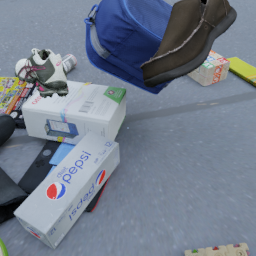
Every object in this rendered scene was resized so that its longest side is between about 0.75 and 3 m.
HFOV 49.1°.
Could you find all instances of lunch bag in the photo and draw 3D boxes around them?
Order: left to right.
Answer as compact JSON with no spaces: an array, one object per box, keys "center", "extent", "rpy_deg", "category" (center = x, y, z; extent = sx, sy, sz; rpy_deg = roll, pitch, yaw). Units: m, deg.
[{"center":[0.193,-2.118,6.889],"extent":[2.737,1.811,1.860],"rpy_deg":[20,48,-31],"category":"lunch bag"}]

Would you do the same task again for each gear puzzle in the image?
[{"center":[1.598,2.879,5.540],"extent":[1.885,0.247,0.976],"rpy_deg":[-6,44,-2],"category":"gear puzzle"}]

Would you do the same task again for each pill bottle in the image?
[{"center":[-2.588,-2.553,11.423],"extent":[0.574,0.574,1.007],"rpy_deg":[18,44,19],"category":"pill bottle"}]

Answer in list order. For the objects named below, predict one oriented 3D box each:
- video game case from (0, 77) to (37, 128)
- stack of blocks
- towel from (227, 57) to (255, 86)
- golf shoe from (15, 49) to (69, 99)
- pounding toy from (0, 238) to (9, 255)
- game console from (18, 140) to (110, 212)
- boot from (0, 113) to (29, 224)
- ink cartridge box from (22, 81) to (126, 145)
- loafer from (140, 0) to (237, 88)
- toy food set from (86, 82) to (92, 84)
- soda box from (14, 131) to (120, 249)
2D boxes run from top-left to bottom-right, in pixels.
[{"center":[-3.972,-0.964,9.804],"extent":[2.354,0.332,2.604],"rpy_deg":[2,42,2],"category":"video game case"},{"center":[2.559,-2.773,11.487],"extent":[1.578,0.803,2.741],"rpy_deg":[-22,46,-22],"category":"stack of blocks"},{"center":[4.894,-2.230,11.367],"extent":[1.083,0.227,2.516],"rpy_deg":[-15,42,-24],"category":"towel"},{"center":[-1.566,-1.115,5.108],"extent":[0.650,0.742,1.685],"rpy_deg":[-14,31,-39],"category":"golf shoe"},{"center":[-2.908,2.914,5.113],"extent":[1.721,1.035,2.230],"rpy_deg":[37,80,25],"category":"pounding toy"},{"center":[-1.527,1.119,7.435],"extent":[2.158,0.335,1.908],"rpy_deg":[12,43,14],"category":"game console"},{"center":[-3.367,0.968,7.106],"extent":[2.339,0.931,2.837],"rpy_deg":[-39,50,-23],"category":"boot"},{"center":[-1.479,-0.487,8.254],"extent":[2.528,1.106,1.837],"rpy_deg":[10,38,9],"category":"ink cartridge box"},{"center":[0.901,-1.585,4.625],"extent":[0.926,0.905,2.538],"rpy_deg":[-13,29,50],"category":"loafer"},{"center":[-1.295,-1.060,9.968],"extent":[1.026,0.254,1.614],"rpy_deg":[10,42,11],"category":"toy food set"},{"center":[-1.259,1.308,6.506],"extent":[0.906,0.842,2.654],"rpy_deg":[22,52,21],"category":"soda box"}]
